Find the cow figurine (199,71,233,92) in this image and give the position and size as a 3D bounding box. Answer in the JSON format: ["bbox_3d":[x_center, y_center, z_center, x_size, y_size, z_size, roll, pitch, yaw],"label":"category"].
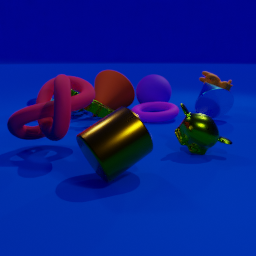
[{"bbox_3d":[3.194,-1.646,10.115,0.997,0.556,1.014,13,25,-17],"label":"cow figurine"}]

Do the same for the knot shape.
[{"bbox_3d":[-1.443,-0.404,5.564,1.921,0.887,1.797,-46,20,-14],"label":"knot shape"}]

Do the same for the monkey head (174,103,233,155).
[{"bbox_3d":[1.457,0.041,5.759,1.284,0.774,0.924,38,26,2],"label":"monkey head"}]

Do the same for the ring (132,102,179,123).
[{"bbox_3d":[0.856,-0.526,9.020,1.552,0.310,1.552,-4,20,1],"label":"ring"}]

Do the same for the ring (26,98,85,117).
[{"bbox_3d":[-2.444,-0.727,9.604,1.975,0.395,1.975,5,12,-1],"label":"ring"}]

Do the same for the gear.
[{"bbox_3d":[-1.096,-0.699,8.455,1.639,0.303,1.639,28,5,-3],"label":"gear"}]

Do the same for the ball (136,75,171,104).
[{"bbox_3d":[0.945,-1.312,10.367,1.310,1.310,1.310,0,14,0],"label":"ball"}]

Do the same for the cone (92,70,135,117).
[{"bbox_3d":[-0.828,-0.891,9.784,1.649,1.649,1.655,7,43,26],"label":"cone"}]

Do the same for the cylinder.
[{"bbox_3d":[-0.213,0.256,4.456,0.895,0.895,0.895,-34,27,-18],"label":"cylinder"}]

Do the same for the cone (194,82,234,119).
[{"bbox_3d":[2.614,-1.124,8.979,1.188,1.188,1.192,-1,44,-2],"label":"cone"}]
